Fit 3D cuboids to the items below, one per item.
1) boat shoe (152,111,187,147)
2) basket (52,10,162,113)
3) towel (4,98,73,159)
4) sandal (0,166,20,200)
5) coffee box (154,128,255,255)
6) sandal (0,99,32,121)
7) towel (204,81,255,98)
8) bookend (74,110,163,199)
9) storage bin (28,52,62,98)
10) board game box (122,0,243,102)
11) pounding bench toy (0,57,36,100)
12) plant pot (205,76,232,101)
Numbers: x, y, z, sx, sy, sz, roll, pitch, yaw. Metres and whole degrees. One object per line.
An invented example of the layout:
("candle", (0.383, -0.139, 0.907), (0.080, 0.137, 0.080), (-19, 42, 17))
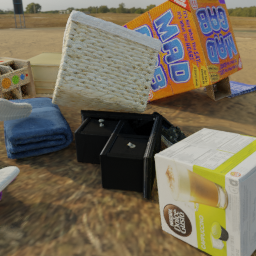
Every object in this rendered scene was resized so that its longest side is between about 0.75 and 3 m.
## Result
("boat shoe", (1.107, 0.137, 7.160), (0.545, 0.450, 1.589), (-19, 47, -42))
("basket", (-0.690, -1.470, 7.640), (2.416, 1.943, 2.395), (12, -8, -16))
("towel", (-2.617, -0.135, 7.911), (1.654, 0.719, 2.963), (-8, 24, -21))
("sandal", (-2.682, 1.422, 4.783), (0.835, 0.504, 2.052), (-1, 32, 38))
("coffee box", (1.423, 0.951, 4.424), (1.412, 1.410, 1.396), (-23, 24, -39))
("sandal", (-2.941, -0.448, 6.815), (0.331, 0.548, 1.347), (26, 9, 25))
("towel", (4.414, -1.716, 12.045), (1.931, 0.230, 1.398), (-17, 28, -33))
("bookend", (-0.375, 0.443, 6.294), (2.114, 0.974, 2.100), (4, 25, 12))
("storage bin", (-2.915, -2.383, 12.208), (2.845, 1.343, 2.866), (4, 24, 7))
("board game box", (2.007, -2.931, 10.372), (2.905, 2.907, 2.904), (-12, 11, 43))
("pounding bench toy", (-4.974, -1.659, 10.257), (2.332, 1.448, 1.819), (13, 31, 24))
("plant pot", (3.500, -1.610, 11.084), (0.794, 0.793, 0.703), (-21, 18, -13))
